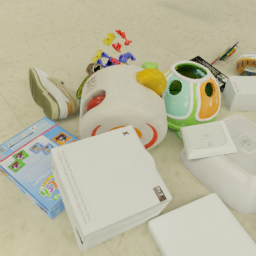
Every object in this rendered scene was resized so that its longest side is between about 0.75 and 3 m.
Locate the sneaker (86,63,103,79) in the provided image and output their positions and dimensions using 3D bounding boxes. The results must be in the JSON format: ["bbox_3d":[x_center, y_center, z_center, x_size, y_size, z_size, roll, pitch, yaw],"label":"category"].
[{"bbox_3d":[-1.041,-1.921,9.447,0.564,0.605,1.601,22,28,-24],"label":"sneaker"}]

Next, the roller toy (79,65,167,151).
[{"bbox_3d":[-0.140,-0.500,7.643,2.299,2.521,1.761,-2,56,0],"label":"roller toy"}]

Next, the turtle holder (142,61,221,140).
[{"bbox_3d":[1.696,-1.159,8.840,2.030,1.898,2.672,-12,45,-12],"label":"turtle holder"}]

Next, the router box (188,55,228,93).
[{"bbox_3d":[2.787,-1.894,10.446,1.275,0.437,1.710,-30,63,-29],"label":"router box"}]

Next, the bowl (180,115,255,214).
[{"bbox_3d":[3.087,0.695,7.591,2.615,0.976,2.612,-26,50,-26],"label":"bowl"}]

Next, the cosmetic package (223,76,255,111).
[{"bbox_3d":[4.421,-1.180,9.642,1.947,0.826,1.048,0,46,-2],"label":"cosmetic package"}]

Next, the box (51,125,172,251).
[{"bbox_3d":[-0.457,1.279,6.298,2.020,1.320,2.009,-16,60,-23],"label":"box"}]

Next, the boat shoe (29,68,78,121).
[{"bbox_3d":[-2.651,-1.216,9.649,0.955,1.043,2.792,-13,45,-31],"label":"boat shoe"}]

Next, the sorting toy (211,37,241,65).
[{"bbox_3d":[4.275,-3.214,11.790,0.328,0.934,1.936,47,60,3],"label":"sorting toy"}]

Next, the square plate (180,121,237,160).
[{"bbox_3d":[2.076,0.256,7.379,1.245,0.177,1.233,-10,38,8],"label":"square plate"}]

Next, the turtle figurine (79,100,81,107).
[{"bbox_3d":[-0.576,-0.930,9.161,1.945,1.456,0.979,-16,80,-1],"label":"turtle figurine"}]

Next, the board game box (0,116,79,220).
[{"bbox_3d":[-2.178,0.916,7.674,2.699,0.494,2.042,30,51,28],"label":"board game box"}]

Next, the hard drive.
[{"bbox_3d":[1.877,2.834,5.757,1.864,0.377,2.826,-17,47,-17],"label":"hard drive"}]

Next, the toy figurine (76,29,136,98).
[{"bbox_3d":[-0.406,-1.843,10.057,2.778,1.664,1.465,-56,45,9],"label":"toy figurine"}]

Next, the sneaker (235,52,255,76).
[{"bbox_3d":[5.654,-2.362,10.744,2.781,1.047,1.226,24,44,19],"label":"sneaker"}]
